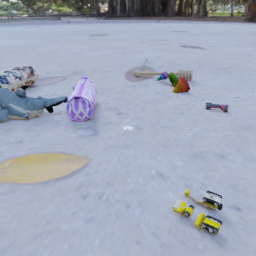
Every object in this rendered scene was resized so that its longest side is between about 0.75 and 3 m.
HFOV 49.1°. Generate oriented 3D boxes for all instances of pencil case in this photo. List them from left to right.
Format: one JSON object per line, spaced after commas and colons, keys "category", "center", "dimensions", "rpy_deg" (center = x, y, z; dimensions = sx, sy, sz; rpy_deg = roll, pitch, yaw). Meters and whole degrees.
{"category": "pencil case", "center": [-4.975, -2.024, 12.078], "dimensions": [1.161, 1.010, 2.597], "rpy_deg": [22, 30, 7]}
{"category": "pencil case", "center": [-1.635, -1.101, 10.206], "dimensions": [0.972, 0.990, 2.315], "rpy_deg": [4, 27, -6]}

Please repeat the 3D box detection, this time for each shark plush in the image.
{"category": "shark plush", "center": [-3.578, -0.887, 9.497], "dimensions": [2.885, 1.202, 1.311], "rpy_deg": [4, 26, 9]}

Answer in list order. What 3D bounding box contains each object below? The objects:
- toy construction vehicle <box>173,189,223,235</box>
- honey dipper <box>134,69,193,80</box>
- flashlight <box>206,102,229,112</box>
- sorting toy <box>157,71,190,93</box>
{"category": "toy construction vehicle", "center": [1.421, 1.610, 5.442], "dimensions": [0.950, 0.335, 0.827], "rpy_deg": [14, 40, 33]}
{"category": "honey dipper", "center": [1.735, -2.732, 14.155], "dimensions": [2.976, 0.565, 0.565], "rpy_deg": [4, 26, 14]}
{"category": "flashlight", "center": [3.292, -0.762, 10.359], "dimensions": [0.803, 0.273, 0.272], "rpy_deg": [5, 70, 22]}
{"category": "sorting toy", "center": [1.947, -2.045, 12.793], "dimensions": [0.707, 0.712, 2.053], "rpy_deg": [-33, 36, -10]}
